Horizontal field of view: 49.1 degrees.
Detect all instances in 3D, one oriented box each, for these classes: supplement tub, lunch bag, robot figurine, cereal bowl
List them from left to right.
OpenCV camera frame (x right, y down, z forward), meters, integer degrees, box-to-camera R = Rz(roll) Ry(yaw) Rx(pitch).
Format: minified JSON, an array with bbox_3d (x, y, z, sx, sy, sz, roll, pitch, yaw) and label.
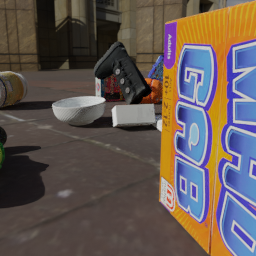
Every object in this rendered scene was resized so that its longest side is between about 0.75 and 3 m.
[{"bbox_3d":[-6.059,-1.877,13.585,1.667,1.667,2.309,4,15,14],"label":"supplement tub"},{"bbox_3d":[-1.730,-0.590,10.194,1.898,0.791,1.898,-4,17,1],"label":"cereal bowl"},{"bbox_3d":[0.863,-1.923,14.532,2.215,1.593,1.292,3,37,12],"label":"robot figurine"},{"bbox_3d":[1.227,-2.101,9.837,1.139,0.857,0.536,-11,53,-50],"label":"lunch bag"}]

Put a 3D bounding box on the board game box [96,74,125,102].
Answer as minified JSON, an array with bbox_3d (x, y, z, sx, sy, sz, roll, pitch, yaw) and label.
[{"bbox_3d":[-0.692,-2.318,15.481,2.153,1.589,0.692,-8,18,-28],"label":"board game box"}]

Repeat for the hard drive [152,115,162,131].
[{"bbox_3d":[1.920,-0.027,9.032,1.725,0.349,2.615,-3,15,-13],"label":"hard drive"}]

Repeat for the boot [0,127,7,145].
[{"bbox_3d":[-4.722,0.171,7.569,2.059,0.820,2.498,-10,13,-40],"label":"boot"}]

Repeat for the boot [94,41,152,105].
[{"bbox_3d":[-0.268,-1.680,10.186,0.734,2.237,1.844,-14,-23,-42],"label":"boot"}]

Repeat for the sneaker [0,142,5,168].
[{"bbox_3d":[-3.049,0.530,5.511,1.144,1.014,2.738,-12,18,-25],"label":"sneaker"}]

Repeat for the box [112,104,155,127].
[{"bbox_3d":[0.174,-0.417,9.520,1.313,0.640,0.817,-3,-5,-13],"label":"box"}]

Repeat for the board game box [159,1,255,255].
[{"bbox_3d":[2.307,0.074,3.522,2.855,2.857,2.855,-5,15,-19],"label":"board game box"}]
